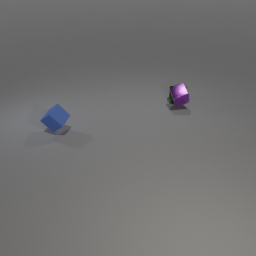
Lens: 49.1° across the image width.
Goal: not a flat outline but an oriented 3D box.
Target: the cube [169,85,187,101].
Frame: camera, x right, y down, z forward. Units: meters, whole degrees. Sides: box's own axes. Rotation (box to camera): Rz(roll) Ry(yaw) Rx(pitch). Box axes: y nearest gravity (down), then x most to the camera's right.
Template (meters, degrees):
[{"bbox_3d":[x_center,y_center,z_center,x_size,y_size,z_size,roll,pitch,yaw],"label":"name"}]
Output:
[{"bbox_3d":[2.500,-1.740,14.007,0.700,0.700,0.700,8,14,24],"label":"cube"}]

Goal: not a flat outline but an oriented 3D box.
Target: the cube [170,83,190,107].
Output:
[{"bbox_3d":[2.406,-1.533,13.017,0.700,0.700,0.700,-18,56,6],"label":"cube"}]

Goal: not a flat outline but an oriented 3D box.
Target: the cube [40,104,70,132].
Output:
[{"bbox_3d":[-2.861,-0.393,11.039,0.700,0.700,0.700,-25,29,39],"label":"cube"}]
